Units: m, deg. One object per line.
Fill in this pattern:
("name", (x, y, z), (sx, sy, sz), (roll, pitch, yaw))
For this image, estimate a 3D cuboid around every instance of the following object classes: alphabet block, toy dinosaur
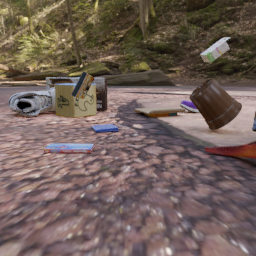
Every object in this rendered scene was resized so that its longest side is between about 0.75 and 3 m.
("alphabet block", (-2.175, -1.178, 11.655), (1.288, 1.312, 1.282), (9, 14, 41))
("toy dinosaur", (2.858, 0.554, 4.240), (1.560, 2.971, 2.696), (38, 29, -13))

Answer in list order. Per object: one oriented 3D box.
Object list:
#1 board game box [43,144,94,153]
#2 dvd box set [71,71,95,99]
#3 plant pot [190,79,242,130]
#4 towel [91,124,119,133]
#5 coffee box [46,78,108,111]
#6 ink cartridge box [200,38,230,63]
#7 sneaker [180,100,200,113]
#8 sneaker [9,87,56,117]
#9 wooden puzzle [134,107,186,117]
("board game box", (-1.278, 0.446, 6.165), (1.012, 0.098, 0.521), (0, 9, 2))
("dvd box set", (-1.547, -1.461, 9.751), (0.181, 0.901, 1.232), (28, 4, 3))
("plant pot", (2.486, -0.743, 8.158), (1.150, 1.139, 1.150), (-41, 11, 10))
("towel", (-0.719, 0.010, 8.611), (0.706, 0.116, 0.976), (-5, 10, -14))
("coffee box", (-2.390, -1.635, 13.447), (2.768, 1.565, 1.105), (1, 10, 0))
("ink cartridge box", (2.634, -2.304, 8.278), (0.852, 0.287, 0.499), (-37, 18, 4))
("sneaker", (3.453, -1.189, 12.742), (2.267, 0.946, 0.914), (-2, 10, -8))
("sneaker", (-3.549, -1.081, 11.880), (2.946, 1.107, 1.693), (-8, 13, -16))
("wooden puzzle", (1.308, -0.688, 11.895), (1.639, 0.330, 1.771), (-4, 7, -20))
